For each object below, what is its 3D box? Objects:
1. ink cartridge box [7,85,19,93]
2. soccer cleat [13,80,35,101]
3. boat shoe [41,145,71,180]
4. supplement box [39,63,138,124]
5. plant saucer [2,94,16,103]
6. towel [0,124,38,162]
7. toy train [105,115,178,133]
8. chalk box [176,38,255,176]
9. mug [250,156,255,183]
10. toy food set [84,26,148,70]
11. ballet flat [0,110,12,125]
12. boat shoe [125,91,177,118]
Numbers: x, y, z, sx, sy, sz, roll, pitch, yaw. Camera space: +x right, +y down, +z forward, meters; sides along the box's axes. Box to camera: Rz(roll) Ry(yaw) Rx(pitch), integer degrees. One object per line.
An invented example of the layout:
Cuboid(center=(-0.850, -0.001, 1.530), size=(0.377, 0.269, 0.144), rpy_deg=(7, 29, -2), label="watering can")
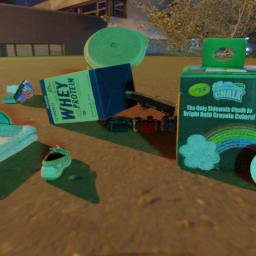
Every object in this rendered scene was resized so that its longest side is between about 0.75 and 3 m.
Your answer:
Cuboid(center=(-5.577, -1.980, 14.270), size=(0.671, 0.389, 0.909), rpy_deg=(7, 12, 25), label="ink cartridge box")
Cuboid(center=(-4.775, -1.664, 13.071), size=(0.760, 0.708, 2.076), rpy_deg=(37, 11, -24), label="soccer cleat")
Cuboid(center=(-1.529, 0.666, 6.073), size=(0.483, 0.413, 1.317), rpy_deg=(0, 18, -1), label="boat shoe")
Cuboid(center=(-1.249, -1.179, 9.424), size=(2.240, 1.505, 2.242), rpy_deg=(-4, 13, 31), label="supplement box")
Cuboid(center=(-5.482, -1.407, 13.085), size=(0.581, 0.158, 1.663), rpy_deg=(-5, 19, -16), label="plant saucer")
Cuboid(center=(-4.139, 0.407, 6.848), size=(2.837, 0.457, 2.710), rpy_deg=(4, 18, 16), label="towel")
Cuboid(center=(0.562, -0.102, 8.458), size=(2.534, 0.432, 0.580), rpy_deg=(-2, 24, 0), label="toy train")
Cuboid(center=(2.021, -0.580, 6.205), size=(1.682, 2.695, 1.670), rpy_deg=(5, 18, 15), label="chalk box")
Cuboid(center=(2.909, 0.833, 5.307), size=(0.831, 1.037, 0.852), rpy_deg=(-27, -11, 36), label="mug")
Cuboid(center=(-0.541, -3.090, 11.103), size=(2.486, 0.611, 2.511), rpy_deg=(10, 63, 8), label="toy food set")
Cuboid(center=(-4.246, -0.276, 8.625), size=(2.167, 0.744, 0.683), rpy_deg=(8, 7, 21), label="ballet flat")
Cuboid(center=(0.688, -0.766, 8.956), size=(1.697, 0.525, 0.635), rpy_deg=(16, 8, -1), label="boat shoe")
